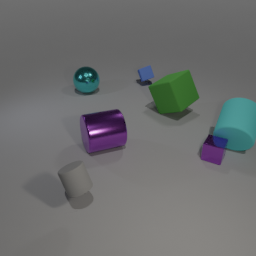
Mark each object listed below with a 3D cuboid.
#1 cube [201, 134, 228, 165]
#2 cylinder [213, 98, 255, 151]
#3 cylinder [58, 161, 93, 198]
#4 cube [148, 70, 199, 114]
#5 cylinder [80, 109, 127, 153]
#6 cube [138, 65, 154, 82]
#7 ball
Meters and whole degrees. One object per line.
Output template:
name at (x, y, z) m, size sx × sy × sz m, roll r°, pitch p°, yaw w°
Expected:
cube at (3.024, 0.752, 9.799) m, size 0.700 × 0.700 × 0.700 m, roll 16°, pitch 34°, yaw 25°
cylinder at (3.966, -0.133, 10.134) m, size 1.400 × 1.400 × 1.400 m, roll 15°, pitch 58°, yaw 24°
cylinder at (-1.350, 1.305, 7.202) m, size 0.700 × 0.700 × 0.700 m, roll -20°, pitch 13°, yaw 5°
cube at (2.046, -1.590, 12.491) m, size 1.400 × 1.400 × 1.400 m, roll -35°, pitch 18°, yaw -32°
cylinder at (-0.913, 0.098, 10.207) m, size 1.400 × 1.400 × 1.400 m, roll -11°, pitch 32°, yaw -19°
cube at (1.006, -3.075, 15.858) m, size 0.700 × 0.700 × 0.700 m, roll -21°, pitch 7°, yaw -2°
ball at (-2.191, -2.531, 14.766) m, size 1.400 × 1.400 × 1.400 m, roll 0°, pitch 30°, yaw 0°
